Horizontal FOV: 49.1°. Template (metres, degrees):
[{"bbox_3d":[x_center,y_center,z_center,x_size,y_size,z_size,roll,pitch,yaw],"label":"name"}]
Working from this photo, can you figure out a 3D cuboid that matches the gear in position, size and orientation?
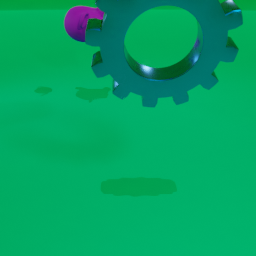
[{"bbox_3d":[0.310,-0.799,2.564,1.351,1.351,0.250,-1,42,-1],"label":"gear"}]

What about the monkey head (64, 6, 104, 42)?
[{"bbox_3d":[-1.127,-3.043,7.714,1.145,1.367,1.900,11,15,-29],"label":"monkey head"}]
